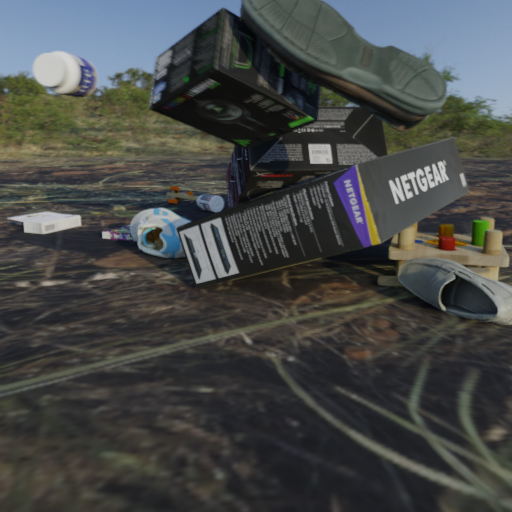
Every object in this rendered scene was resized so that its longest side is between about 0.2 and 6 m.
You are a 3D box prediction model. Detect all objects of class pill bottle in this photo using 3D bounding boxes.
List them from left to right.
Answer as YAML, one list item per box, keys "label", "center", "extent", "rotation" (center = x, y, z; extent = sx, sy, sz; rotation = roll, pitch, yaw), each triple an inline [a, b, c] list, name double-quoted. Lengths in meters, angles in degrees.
- label: "pill bottle"
  center: [-2.653, -2.522, 7.776]
  extent: [0.566, 0.566, 0.945]
  rotation: [2, 12, 9]
- label: "pill bottle"
  center: [-1.401, -1.588, 16.735]
  extent: [0.503, 0.503, 0.909]
  rotation: [-9, 16, -34]

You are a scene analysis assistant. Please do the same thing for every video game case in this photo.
- label: "video game case"
  center: [-2.823, -0.517, 12.789]
  extent: [0.924, 0.182, 1.019]
  rotation: [6, 14, 24]

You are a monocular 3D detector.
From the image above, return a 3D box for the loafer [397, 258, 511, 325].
- label: "loafer"
  center: [2.641, 0.434, 7.579]
  extent: [0.669, 0.671, 1.918]
  rotation: [0, 11, -36]

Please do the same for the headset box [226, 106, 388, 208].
- label: "headset box"
  center: [0.915, -1.859, 12.989]
  extent: [2.921, 1.474, 3.931]
  rotation: [-2, -15, -9]

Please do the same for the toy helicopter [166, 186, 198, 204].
- label: "toy helicopter"
  center: [-2.283, -1.930, 18.575]
  extent: [1.389, 0.548, 0.919]
  rotation: [9, 2, -10]

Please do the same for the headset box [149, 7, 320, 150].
- label: "headset box"
  center: [-0.256, -2.489, 8.399]
  extent: [2.031, 0.942, 1.769]
  rotation: [15, -15, -39]

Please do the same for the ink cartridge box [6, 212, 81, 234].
- label: "ink cartridge box"
  center: [-5.234, -0.829, 13.868]
  extent: [1.161, 0.295, 1.318]
  rotation: [7, 14, 23]

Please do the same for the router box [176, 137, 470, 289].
- label: "router box"
  center: [1.267, -0.778, 9.211]
  extent: [3.234, 1.074, 4.113]
  rotation: [-16, 5, 38]

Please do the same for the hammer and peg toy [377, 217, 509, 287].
- label: "hammer and peg toy"
  center: [3.083, -0.083, 9.230]
  extent: [1.916, 0.918, 2.605]
  rotation: [4, 14, 18]

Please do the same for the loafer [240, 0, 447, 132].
- label: "loafer"
  center: [1.022, -2.470, 7.334]
  extent: [2.896, 1.041, 0.911]
  rotation: [27, -28, -5]

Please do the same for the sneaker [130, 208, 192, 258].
- label: "sneaker"
  center: [-2.012, -0.481, 11.157]
  extent: [0.894, 0.847, 2.213]
  rotation: [-7, 13, -39]
